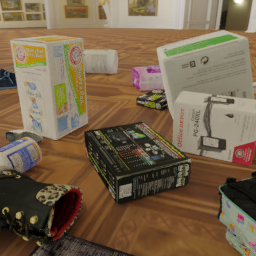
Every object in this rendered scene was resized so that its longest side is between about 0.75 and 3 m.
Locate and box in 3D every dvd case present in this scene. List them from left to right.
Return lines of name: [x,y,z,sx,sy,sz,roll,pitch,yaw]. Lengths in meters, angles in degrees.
dvd case: [-0.787,2.328,4.303,1.904,0.152,1.415,9,25,19]

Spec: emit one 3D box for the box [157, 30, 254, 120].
box: [2.555,-1.647,9.571,2.597,2.610,2.236,-14,23,6]

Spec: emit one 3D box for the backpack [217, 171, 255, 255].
backpack: [2.457,1.574,4.554,1.488,1.298,1.693,-9,15,-16]

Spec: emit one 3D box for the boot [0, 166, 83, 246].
boot: [-2.348,1.572,4.742,2.152,1.028,2.849,5,21,26]

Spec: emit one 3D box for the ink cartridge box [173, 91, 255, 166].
ink cartridge box: [2.384,-0.035,7.737,2.199,1.597,0.917,10,31,22]

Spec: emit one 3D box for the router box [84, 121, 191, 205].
router box: [0.114,0.716,7.100,1.847,0.766,2.465,-10,27,-22]

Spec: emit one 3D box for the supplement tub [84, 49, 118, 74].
supplement tub: [-1.738,-3.958,16.660,2.113,1.394,1.394,4,25,7]

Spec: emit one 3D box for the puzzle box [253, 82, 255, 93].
puzzle box: [6.536,-2.001,13.763,1.653,0.210,1.099,-14,29,-28]

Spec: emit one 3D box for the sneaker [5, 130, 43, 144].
sneaker: [-3.153,0.214,8.651,1.216,0.453,0.529,8,21,15]

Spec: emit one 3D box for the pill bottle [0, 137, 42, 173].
pill bottle: [-2.892,0.823,6.856,0.785,0.785,1.401,14,28,29]

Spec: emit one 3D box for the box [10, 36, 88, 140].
box: [-2.432,-1.380,9.049,1.505,2.969,1.670,14,28,27]

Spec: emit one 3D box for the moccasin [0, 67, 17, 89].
moccasin: [-6.290,-2.502,14.014,2.697,0.919,1.085,-6,25,-13]

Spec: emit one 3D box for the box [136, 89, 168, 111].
box: [1.293,-1.223,11.889,1.260,0.348,1.573,17,29,33]

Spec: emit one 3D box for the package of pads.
package of pads: [1.574,-2.535,14.020,2.571,0.973,1.549,-6,25,-13]
